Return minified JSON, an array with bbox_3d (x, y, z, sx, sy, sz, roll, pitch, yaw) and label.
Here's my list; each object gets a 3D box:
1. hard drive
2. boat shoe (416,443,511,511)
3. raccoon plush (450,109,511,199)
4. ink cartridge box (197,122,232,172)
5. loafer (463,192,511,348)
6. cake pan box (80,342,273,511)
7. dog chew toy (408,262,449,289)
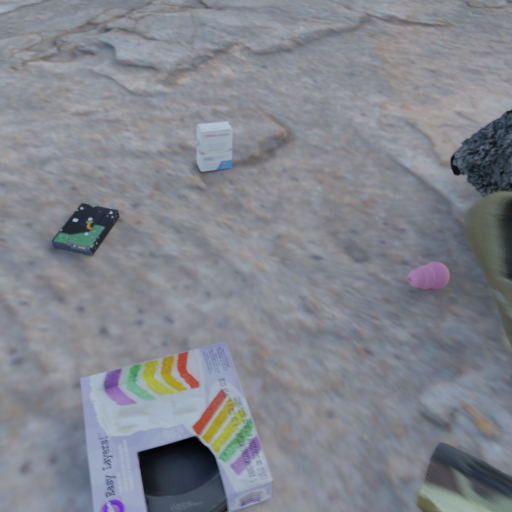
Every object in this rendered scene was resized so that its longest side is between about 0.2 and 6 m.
[{"bbox_3d":[-3.073,-0.487,10.163,0.781,0.212,1.118,11,45,11],"label":"hard drive"},{"bbox_3d":[3.281,2.815,6.075,2.888,1.032,0.949,12,72,18],"label":"boat shoe"},{"bbox_3d":[4.503,-1.393,9.085,1.469,3.037,2.035,-23,72,-18],"label":"raccoon plush"},{"bbox_3d":[-0.851,-2.230,11.399,0.656,0.908,0.384,-9,43,-17],"label":"ink cartridge box"},{"bbox_3d":[3.954,0.565,7.694,1.292,1.146,3.397,-29,71,6],"label":"loafer"},{"bbox_3d":[-1.060,2.308,7.063,2.066,0.587,2.243,-13,46,-10],"label":"cake pan box"},{"bbox_3d":[2.775,0.344,9.094,0.713,0.444,0.444,-8,44,-24],"label":"dog chew toy"}]
